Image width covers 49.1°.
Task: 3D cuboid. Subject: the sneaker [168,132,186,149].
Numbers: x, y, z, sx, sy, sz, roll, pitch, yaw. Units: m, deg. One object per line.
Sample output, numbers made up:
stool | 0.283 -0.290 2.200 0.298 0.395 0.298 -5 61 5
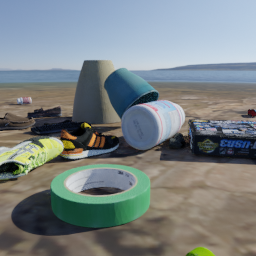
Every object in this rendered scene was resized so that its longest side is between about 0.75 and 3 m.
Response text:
sneaker | 1.491 0.409 8.152 0.431 0.361 0.950 15 24 21

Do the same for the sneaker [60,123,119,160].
sneaker | -0.948 0.261 7.443 1.886 0.849 0.659 -12 17 -43

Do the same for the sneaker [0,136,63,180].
sneaker | -2.225 0.724 6.049 1.966 0.741 0.751 -18 38 -42

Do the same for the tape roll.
tape roll | -0.457 1.071 4.780 1.670 0.401 1.670 0 13 0

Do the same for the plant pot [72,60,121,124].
plant pot | -1.271 -1.652 12.253 2.410 2.574 2.410 1 12 0

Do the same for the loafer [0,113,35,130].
loafer | -4.360 -0.265 10.416 1.754 0.623 0.640 -7 14 -28

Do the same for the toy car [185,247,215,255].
toy car | 0.502 1.624 2.020 0.885 0.850 1.078 -14 47 -36

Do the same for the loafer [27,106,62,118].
loafer | -3.891 -0.771 13.069 1.567 0.493 0.563 -3 13 -15

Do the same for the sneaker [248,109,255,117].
sneaker | 6.022 -0.737 13.242 0.443 0.368 0.927 2 13 2

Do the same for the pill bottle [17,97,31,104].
pill bottle | -6.486 -1.700 17.508 0.778 0.440 0.440 -8 15 -35

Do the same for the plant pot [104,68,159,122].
plant pot | 0.002 -1.317 10.541 1.729 1.729 1.624 -14 59 -48

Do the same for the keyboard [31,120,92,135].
keyboard | -2.558 -0.083 10.583 2.168 0.223 1.378 -8 14 -35

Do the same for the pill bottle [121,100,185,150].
pill bottle | 0.886 -0.190 8.566 1.260 1.260 2.318 7 14 30

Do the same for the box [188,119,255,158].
box | 3.036 0.233 8.137 2.472 0.614 2.453 3 11 8
